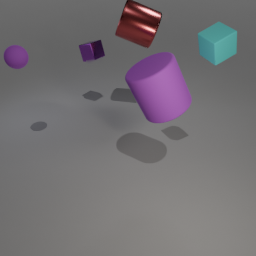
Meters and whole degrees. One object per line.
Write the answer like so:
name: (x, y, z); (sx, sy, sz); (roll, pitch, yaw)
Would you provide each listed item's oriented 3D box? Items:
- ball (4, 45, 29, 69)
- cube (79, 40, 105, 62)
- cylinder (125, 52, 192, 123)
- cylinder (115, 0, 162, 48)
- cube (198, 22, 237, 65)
ball: (-3.353, -2.128, 8.404); (0.700, 0.700, 0.700); (0, 32, 0)
cube: (-1.505, -3.231, 11.731); (0.700, 0.700, 0.700); (5, 29, 37)
cylinder: (0.835, -1.085, 7.579); (1.400, 1.400, 1.400); (-22, 31, 14)
cylinder: (0.385, -3.948, 10.657); (1.400, 1.400, 1.400); (20, 31, -8)
cube: (2.349, -2.224, 7.370); (0.700, 0.700, 0.700); (-31, 48, -7)
